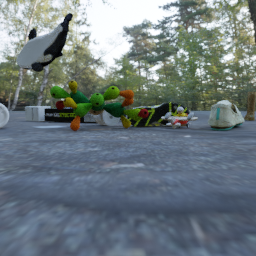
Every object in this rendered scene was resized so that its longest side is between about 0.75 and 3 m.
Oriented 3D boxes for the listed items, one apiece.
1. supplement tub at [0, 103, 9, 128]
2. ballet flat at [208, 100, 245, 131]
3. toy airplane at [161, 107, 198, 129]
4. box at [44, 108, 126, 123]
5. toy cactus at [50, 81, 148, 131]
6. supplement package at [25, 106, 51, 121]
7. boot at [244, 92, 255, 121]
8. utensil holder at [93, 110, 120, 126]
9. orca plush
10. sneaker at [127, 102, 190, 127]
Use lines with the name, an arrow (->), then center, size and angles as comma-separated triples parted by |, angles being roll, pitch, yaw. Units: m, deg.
supplement tub -> -4.284, -0.399, 8.703 | 0.819, 0.819, 1.241 | -3, 5, -39
ballet flat -> 3.183, -0.436, 8.896 | 0.935, 0.864, 2.772 | 2, 4, 25
toy airplane -> 1.588, -0.325, 8.756 | 0.946, 0.668, 0.942 | 0, 5, -7
box -> -1.876, -0.640, 12.946 | 2.845, 0.676, 2.748 | 2, 7, 22
toy cactus -> -0.927, -0.608, 8.640 | 2.819, 1.442, 2.326 | 4, 0, -9
supplement package -> -4.289, -0.681, 13.321 | 1.187, 0.694, 0.696 | 3, 6, 40
boot -> 6.097, -1.077, 13.908 | 0.460, 1.390, 1.217 | 1, 4, 10
utensil holder -> -0.764, -0.442, 10.044 | 0.742, 0.742, 0.873 | -2, 8, -27
orca plush -> -2.576, -2.746, 9.357 | 2.704, 1.422, 0.961 | -40, -20, 30
sneaker -> 1.031, -0.469, 9.635 | 2.221, 0.837, 0.849 | 1, 5, -9
